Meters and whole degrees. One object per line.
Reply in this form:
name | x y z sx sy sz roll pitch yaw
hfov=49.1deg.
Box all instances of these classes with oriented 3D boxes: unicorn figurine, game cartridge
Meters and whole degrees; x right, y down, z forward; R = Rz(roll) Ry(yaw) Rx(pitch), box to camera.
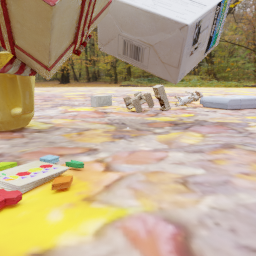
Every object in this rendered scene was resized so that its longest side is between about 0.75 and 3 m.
unicorn figurine | 2.833 -1.417 13.792 1.897 0.701 1.303 3 1 40
game cartridge | 5.112 -1.236 13.201 2.940 0.611 1.958 -6 7 -32

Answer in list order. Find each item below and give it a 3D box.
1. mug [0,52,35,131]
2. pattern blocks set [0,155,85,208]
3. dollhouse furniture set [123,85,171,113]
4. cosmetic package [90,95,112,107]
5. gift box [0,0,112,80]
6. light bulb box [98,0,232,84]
mug | -3.173 -0.880 6.962 1.821 1.866 2.273 -6 12 -10
pattern blocks set | -1.294 0.620 3.588 1.361 0.126 1.549 8 13 39
dollhouse furniture set | 0.810 -1.004 11.614 1.604 1.044 1.473 -24 15 -11
cosmetic package | -1.271 -1.305 13.475 0.384 0.569 1.082 7 10 42
gift box | -1.804 -2.544 4.926 2.522 2.733 2.552 40 -22 -3
light bulb box | 1.023 -3.029 7.892 2.726 1.716 2.750 30 51 23
